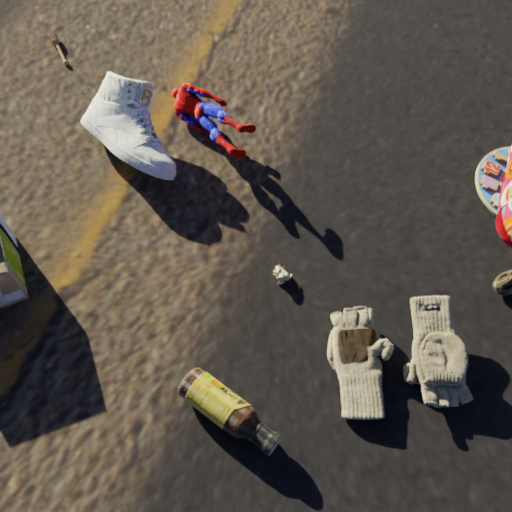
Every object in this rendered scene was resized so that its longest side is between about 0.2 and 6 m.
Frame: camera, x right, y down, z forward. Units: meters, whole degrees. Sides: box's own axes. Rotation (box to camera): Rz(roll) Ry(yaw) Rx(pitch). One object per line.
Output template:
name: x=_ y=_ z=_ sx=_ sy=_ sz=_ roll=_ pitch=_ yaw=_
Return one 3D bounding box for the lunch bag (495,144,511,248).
lunch bag: x=5.673 y=-1.047 z=9.854 sx=2.455 sy=1.142 sz=2.787 roll=24 pitch=62 yaw=-1

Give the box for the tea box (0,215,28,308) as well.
tea box: x=-4.918 y=0.156 z=9.499 sx=1.544 sy=1.031 sz=1.519 roll=-18 pitch=61 yaw=-11

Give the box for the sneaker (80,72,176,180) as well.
sneaker: x=-2.296 y=-2.636 z=10.884 sx=2.511 sy=0.925 sz=1.451 roll=38 pitch=109 yaw=20

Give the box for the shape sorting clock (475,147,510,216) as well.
shape sorting clock: x=5.208 y=-1.323 z=10.764 sx=1.975 sy=0.387 sz=1.975 roll=0 pitch=60 yaw=0

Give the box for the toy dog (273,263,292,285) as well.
toy dog: x=0.446 y=0.288 z=9.889 sx=0.321 sy=0.231 sz=0.331 roll=-21 pitch=54 yaw=4

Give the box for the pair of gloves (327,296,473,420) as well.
pair of gloves: x=2.240 y=1.619 z=8.972 sx=2.153 sy=0.377 sz=1.830 roll=-10 pitch=66 yaw=1

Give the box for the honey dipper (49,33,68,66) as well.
honey dipper: x=-4.540 y=-4.765 z=12.945 sx=0.194 sy=0.194 sz=1.024 roll=-24 pitch=64 yaw=-14

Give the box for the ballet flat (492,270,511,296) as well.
ballet flat: x=4.856 y=0.295 z=9.776 sx=1.583 sy=0.367 sz=0.533 roll=-15 pitch=58 yaw=-14

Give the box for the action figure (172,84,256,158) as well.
action figure: x=-0.986 y=-2.840 z=11.332 sx=0.656 sy=0.830 sz=2.538 roll=-9 pitch=40 yaw=-44

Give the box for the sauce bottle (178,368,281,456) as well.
sauce bottle: x=-0.394 y=2.371 z=8.490 sx=1.694 sy=0.548 sz=0.548 roll=33 pitch=65 yaw=16
